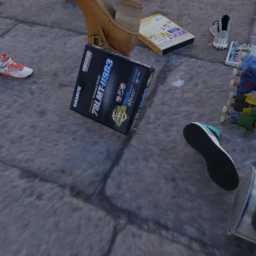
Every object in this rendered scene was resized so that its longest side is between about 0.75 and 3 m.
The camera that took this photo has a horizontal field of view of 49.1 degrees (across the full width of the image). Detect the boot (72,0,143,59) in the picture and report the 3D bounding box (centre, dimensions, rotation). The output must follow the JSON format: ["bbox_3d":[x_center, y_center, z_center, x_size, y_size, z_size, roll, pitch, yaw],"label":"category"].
[{"bbox_3d":[-1.007,-3.103,8.729,2.863,2.223,1.098,24,34,8],"label":"boot"}]

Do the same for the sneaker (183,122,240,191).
[{"bbox_3d":[2.350,0.680,7.727,2.039,0.852,1.231,57,26,9],"label":"sneaker"}]

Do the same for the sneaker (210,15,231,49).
[{"bbox_3d":[4.108,-4.449,12.140,0.766,1.180,2.043,4,49,3],"label":"sneaker"}]

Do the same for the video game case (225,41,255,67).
[{"bbox_3d":[4.851,-2.946,11.470,1.449,0.183,1.590,17,51,15],"label":"video game case"}]

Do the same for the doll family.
[{"bbox_3d":[4.035,-1.122,8.645,1.621,2.805,1.101,18,17,29],"label":"doll family"}]

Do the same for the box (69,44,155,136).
[{"bbox_3d":[-0.542,-1.145,8.390,2.120,2.136,0.531,24,21,11],"label":"box"}]

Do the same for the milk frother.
[{"bbox_3d":[3.852,1.380,5.698,2.662,2.554,2.830,20,76,16],"label":"milk frother"}]

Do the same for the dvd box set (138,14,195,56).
[{"bbox_3d":[1.436,-4.205,12.468,1.851,0.372,2.530,-27,54,-22],"label":"dvd box set"}]

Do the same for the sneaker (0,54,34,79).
[{"bbox_3d":[-4.338,-2.327,10.501,1.454,0.779,0.486,6,48,6],"label":"sneaker"}]
